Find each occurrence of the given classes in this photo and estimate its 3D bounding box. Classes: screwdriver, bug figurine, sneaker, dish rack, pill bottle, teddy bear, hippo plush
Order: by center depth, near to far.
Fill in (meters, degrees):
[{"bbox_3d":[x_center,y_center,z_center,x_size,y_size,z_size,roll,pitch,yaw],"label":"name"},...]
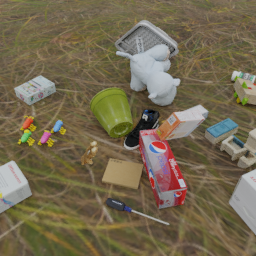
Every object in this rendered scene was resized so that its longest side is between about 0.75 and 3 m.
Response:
[{"bbox_3d":[0.243,2.516,8.303,2.007,0.280,0.292,17,17,22],"label":"screwdriver"},{"bbox_3d":[-1.199,0.839,9.072,0.312,0.933,0.677,13,25,-32],"label":"teddy bear"},{"bbox_3d":[0.495,-0.082,10.559,0.690,1.056,1.887,27,49,27],"label":"sneaker"},{"bbox_3d":[-3.403,0.097,10.805,1.820,0.468,1.412,5,43,5],"label":"bug figurine"},{"bbox_3d":[1.340,-2.294,11.949,2.278,2.860,2.299,-37,60,-6],"label":"hippo plush"},{"bbox_3d":[0.902,-3.960,13.241,2.348,2.736,0.596,29,71,-23],"label":"dish rack"},{"bbox_3d":[5.503,-2.361,13.392,0.996,0.563,0.563,22,47,23],"label":"pill bottle"}]

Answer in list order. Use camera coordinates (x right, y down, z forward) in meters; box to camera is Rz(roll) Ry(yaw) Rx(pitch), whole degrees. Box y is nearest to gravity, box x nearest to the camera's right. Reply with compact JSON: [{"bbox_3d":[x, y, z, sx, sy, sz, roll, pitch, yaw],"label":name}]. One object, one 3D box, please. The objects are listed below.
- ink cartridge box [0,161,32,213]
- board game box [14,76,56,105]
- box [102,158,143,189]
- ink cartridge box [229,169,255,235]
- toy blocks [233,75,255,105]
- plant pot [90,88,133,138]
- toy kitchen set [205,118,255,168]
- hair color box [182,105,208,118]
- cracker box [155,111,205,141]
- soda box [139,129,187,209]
[{"bbox_3d":[-4.007,1.936,8.653,1.634,0.677,1.191,-28,50,-27],"label":"ink cartridge box"},{"bbox_3d":[-4.227,-1.742,12.801,1.071,0.467,1.452,31,50,30],"label":"board game box"},{"bbox_3d":[-0.164,1.532,9.498,1.228,0.131,1.004,9,44,9],"label":"box"},{"bbox_3d":[4.279,1.971,8.056,1.995,1.443,1.450,-19,46,-19],"label":"ink cartridge box"},{"bbox_3d":[5.524,-1.601,12.493,1.209,0.884,1.769,10,39,-7],"label":"toy blocks"},{"bbox_3d":[-0.522,-0.479,10.834,1.550,1.550,1.492,-15,56,-15],"label":"plant pot"},{"bbox_3d":[3.999,0.116,9.892,1.228,1.670,2.084,-23,48,-22],"label":"toy kitchen set"},{"bbox_3d":[2.700,-0.531,11.579,1.114,0.338,0.551,-20,46,-22],"label":"hair color box"},{"bbox_3d":[1.776,-0.096,9.457,1.517,1.016,0.438,-5,55,-45],"label":"cracker box"},{"bbox_3d":[1.062,1.235,9.222,0.844,0.932,2.662,-8,43,-8],"label":"soda box"}]
